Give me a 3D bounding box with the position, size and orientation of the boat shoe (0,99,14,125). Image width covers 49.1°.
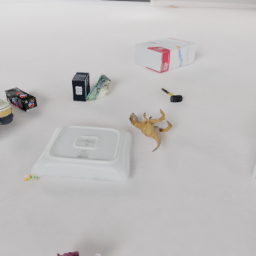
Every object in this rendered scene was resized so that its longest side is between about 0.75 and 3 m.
[{"bbox_3d":[-4.975,-0.607,10.603,0.955,0.796,2.559,-30,26,-30],"label":"boat shoe"}]

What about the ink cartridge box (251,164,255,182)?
[{"bbox_3d":[4.482,1.011,7.053,0.921,1.571,2.146,-27,40,-37],"label":"ink cartridge box"}]

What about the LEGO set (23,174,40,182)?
[{"bbox_3d":[-2.358,1.243,7.980,0.532,0.431,1.157,-15,19,47],"label":"LEGO set"}]

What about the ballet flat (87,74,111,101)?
[{"bbox_3d":[-1.221,-1.772,12.633,0.739,0.739,1.990,7,42,12],"label":"ballet flat"}]

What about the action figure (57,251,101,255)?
[{"bbox_3d":[-1.027,2.617,5.314,0.918,0.684,0.615,22,41,9],"label":"action figure"}]

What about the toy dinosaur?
[{"bbox_3d":[0.893,0.104,9.675,1.332,0.757,2.508,-34,33,-8],"label":"toy dinosaur"}]

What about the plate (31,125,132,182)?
[{"bbox_3d":[-1.252,0.592,8.658,2.720,0.441,2.726,5,28,1],"label":"plate"}]

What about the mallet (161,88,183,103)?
[{"bbox_3d":[1.823,-1.511,12.606,0.521,0.325,1.581,-9,28,-24],"label":"mallet"}]

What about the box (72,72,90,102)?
[{"bbox_3d":[-2.054,-1.828,12.374,0.628,1.013,0.996,4,30,3],"label":"box"}]

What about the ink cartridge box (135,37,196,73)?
[{"bbox_3d":[2.181,-4.340,16.355,2.963,1.268,2.187,-21,37,-34],"label":"ink cartridge box"}]

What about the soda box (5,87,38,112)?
[{"bbox_3d":[-4.527,-1.215,11.839,1.631,0.517,0.577,25,39,36],"label":"soda box"}]
